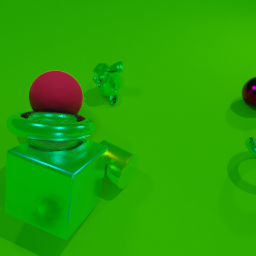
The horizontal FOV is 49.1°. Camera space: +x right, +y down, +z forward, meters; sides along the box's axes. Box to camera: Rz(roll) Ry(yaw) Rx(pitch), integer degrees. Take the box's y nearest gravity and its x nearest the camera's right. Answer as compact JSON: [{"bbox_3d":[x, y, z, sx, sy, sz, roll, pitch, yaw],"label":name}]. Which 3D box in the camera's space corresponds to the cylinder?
[{"bbox_3d":[-0.311,0.791,6.230,0.837,0.837,0.837,25,51,21],"label":"cylinder"}]

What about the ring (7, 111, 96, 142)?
[{"bbox_3d":[-1.542,-0.067,5.746,1.748,0.350,1.748,6,10,-1],"label":"ring"}]

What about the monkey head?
[{"bbox_3d":[-0.459,-1.462,8.240,1.091,0.914,1.516,-18,57,25],"label":"monkey head"}]

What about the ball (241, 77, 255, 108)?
[{"bbox_3d":[3.700,-1.009,7.928,0.912,0.912,0.912,0,46,0],"label":"ball"}]

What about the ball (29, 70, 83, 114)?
[{"bbox_3d":[-1.793,-0.772,7.024,1.318,1.318,1.318,0,46,0],"label":"ball"}]

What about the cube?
[{"bbox_3d":[-1.338,0.982,5.390,1.354,1.354,1.354,17,22,16],"label":"cube"}]

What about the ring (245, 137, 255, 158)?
[{"bbox_3d":[3.186,0.656,6.364,1.209,0.242,1.209,31,23,-15],"label":"ring"}]
